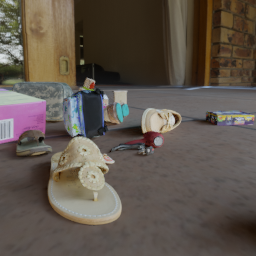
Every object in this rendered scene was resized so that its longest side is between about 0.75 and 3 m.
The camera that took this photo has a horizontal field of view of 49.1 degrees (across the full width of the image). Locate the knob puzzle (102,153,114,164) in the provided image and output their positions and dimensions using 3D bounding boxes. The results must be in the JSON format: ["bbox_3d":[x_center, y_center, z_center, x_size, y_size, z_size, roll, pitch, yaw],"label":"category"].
[{"bbox_3d":[-0.650,0.622,6.332,0.870,0.121,0.870,21,1,-1],"label":"knob puzzle"}]

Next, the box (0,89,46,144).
[{"bbox_3d":[-4.335,-0.455,9.057,2.481,1.200,2.183,16,18,31],"label":"box"}]

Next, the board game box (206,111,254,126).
[{"bbox_3d":[4.206,-0.424,11.667,1.530,0.434,1.265,-1,13,-5],"label":"board game box"}]

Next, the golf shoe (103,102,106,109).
[{"bbox_3d":[-1.776,-0.718,12.849,0.914,0.752,1.996,-10,1,33],"label":"golf shoe"}]

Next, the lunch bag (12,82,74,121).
[{"bbox_3d":[-3.669,-1.170,12.466,2.449,1.706,2.054,0,2,5],"label":"lunch bag"}]

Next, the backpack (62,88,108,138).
[{"bbox_3d":[-1.464,-0.467,9.024,1.216,1.515,1.655,-8,8,-18],"label":"backpack"}]

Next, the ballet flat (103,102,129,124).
[{"bbox_3d":[-0.593,-0.613,11.873,0.906,0.917,2.693,-9,2,10],"label":"ballet flat"}]

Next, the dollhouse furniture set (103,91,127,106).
[{"bbox_3d":[-0.913,-1.573,15.806,1.605,1.109,1.700,-3,11,-19],"label":"dollhouse furniture set"}]

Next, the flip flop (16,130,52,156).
[{"bbox_3d":[-2.533,0.299,7.442,0.840,0.596,2.070,-4,13,-21],"label":"flip flop"}]

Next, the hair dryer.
[{"bbox_3d":[0.356,0.332,7.725,1.257,0.448,1.650,4,11,25],"label":"hair dryer"}]

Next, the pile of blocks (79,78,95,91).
[{"bbox_3d":[-1.790,-1.322,11.596,0.502,1.616,0.663,32,-10,27],"label":"pile of blocks"}]

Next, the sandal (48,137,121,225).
[{"bbox_3d":[-0.940,0.595,4.997,1.063,0.954,2.899,-4,12,-21],"label":"sandal"}]

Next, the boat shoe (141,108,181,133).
[{"bbox_3d":[1.219,-0.282,9.704,0.836,0.891,2.416,-1,9,28],"label":"boat shoe"}]

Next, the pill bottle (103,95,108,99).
[{"bbox_3d":[-1.888,-1.588,16.570,0.853,0.853,1.466,8,14,34],"label":"pill bottle"}]
